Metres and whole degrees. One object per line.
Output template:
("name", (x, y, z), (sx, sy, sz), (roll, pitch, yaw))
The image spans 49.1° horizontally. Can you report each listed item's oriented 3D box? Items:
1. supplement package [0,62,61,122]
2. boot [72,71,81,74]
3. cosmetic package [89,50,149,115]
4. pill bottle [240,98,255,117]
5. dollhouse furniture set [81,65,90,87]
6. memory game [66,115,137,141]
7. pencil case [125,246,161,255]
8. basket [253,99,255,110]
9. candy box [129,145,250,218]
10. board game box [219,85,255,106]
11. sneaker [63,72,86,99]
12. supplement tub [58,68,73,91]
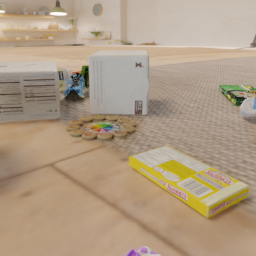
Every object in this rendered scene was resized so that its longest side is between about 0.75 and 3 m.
("supplement package", (-3.551, -1.402, 9.879), (2.195, 1.563, 2.818), (-4, 19, -13))
("boot", (-2.341, -2.748, 14.750), (2.208, 0.828, 1.184), (-20, 26, -39))
("cosmetic package", (-0.234, -1.758, 10.256), (1.989, 1.987, 2.411), (1, 19, 3))
("pill bottle", (3.880, -0.637, 8.986), (0.517, 0.517, 0.951), (6, -3, 17))
("dollhouse furniture set", (-1.218, -2.492, 14.079), (1.326, 1.015, 2.024), (31, 31, 34))
("memory game", (-0.785, -0.053, 8.288), (2.093, 0.133, 2.093), (0, 20, 0))
("pencil case", (0.564, 1.678, 2.823), (1.350, 0.577, 0.566), (14, 35, 31))
("basket", (4.737, -0.477, 6.655), (2.808, 1.953, 2.476), (-3, 15, -42))
("candy box", (1.061, 0.902, 5.411), (1.094, 0.283, 2.140), (-10, 22, -33))
("board game box", (4.873, -1.423, 11.854), (1.462, 0.327, 2.790), (0, 20, 6))
("sneaker", (-2.299, -1.847, 11.959), (0.880, 1.010, 2.245), (-2, 20, -5))
("supplement tub", (-3.353, -2.254, 13.010), (1.473, 1.068, 1.068), (-7, 21, -18))
